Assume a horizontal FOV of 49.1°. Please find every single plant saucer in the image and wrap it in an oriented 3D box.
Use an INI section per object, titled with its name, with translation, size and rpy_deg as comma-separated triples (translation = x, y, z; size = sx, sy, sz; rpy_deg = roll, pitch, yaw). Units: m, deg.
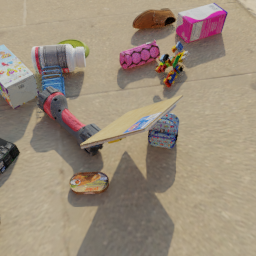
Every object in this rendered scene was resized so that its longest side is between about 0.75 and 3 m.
[plant saucer]
translation = -2.561, -3.440, 12.343
size = 1.711, 0.266, 1.711
rpy_deg = 0, 50, -1

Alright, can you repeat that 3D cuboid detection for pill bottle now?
[pill bottle]
translation = -2.738, -2.771, 11.232
size = 1.993, 1.103, 1.103
rpy_deg = -6, 50, -4

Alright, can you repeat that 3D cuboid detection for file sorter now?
[file sorter]
translation = -2.861, -1.751, 10.658
size = 0.779, 0.689, 1.122
rpy_deg = -8, 50, -8

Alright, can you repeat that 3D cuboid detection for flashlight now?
[flashlight]
translation = -1.865, -0.334, 9.288
size = 2.842, 0.962, 0.966
rpy_deg = 36, 67, 28

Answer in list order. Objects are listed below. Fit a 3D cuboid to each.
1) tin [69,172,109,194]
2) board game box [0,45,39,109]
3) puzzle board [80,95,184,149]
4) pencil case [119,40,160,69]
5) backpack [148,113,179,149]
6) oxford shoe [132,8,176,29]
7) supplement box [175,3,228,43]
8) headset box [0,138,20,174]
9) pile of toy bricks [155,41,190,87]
[tin]
translation = -1.122, 1.610, 8.164
size = 1.145, 0.240, 0.641
rpy_deg = -2, 46, -1
[board game box]
translation = -4.449, -1.933, 10.430
size = 1.133, 1.113, 2.161
rpy_deg = -35, 63, -26
[puzzle board]
translation = 0.214, -0.177, 7.660
size = 2.017, 0.233, 2.677
rpy_deg = -15, 14, 34
[pencil case]
translation = 0.470, -3.069, 11.684
size = 1.707, 0.800, 0.775
rpy_deg = -25, 54, -19
[backpack]
translation = 1.131, 0.026, 8.903
size = 1.001, 1.096, 0.737
rpy_deg = 12, 51, 9
[oxford shoe]
translation = 1.310, -5.173, 13.459
size = 2.319, 0.827, 0.826
rpy_deg = -22, 59, -19
[supplement box]
translation = 3.387, -4.906, 13.046
size = 2.061, 1.065, 1.043
rpy_deg = -20, 54, -18
[headset box]
translation = -4.084, 0.789, 8.672
size = 1.022, 0.474, 0.890
rpy_deg = 19, 53, 16
[pile of toy bricks]
translation = 1.580, -2.589, 11.330
size = 0.980, 1.102, 1.986
rpy_deg = -5, 49, 49
